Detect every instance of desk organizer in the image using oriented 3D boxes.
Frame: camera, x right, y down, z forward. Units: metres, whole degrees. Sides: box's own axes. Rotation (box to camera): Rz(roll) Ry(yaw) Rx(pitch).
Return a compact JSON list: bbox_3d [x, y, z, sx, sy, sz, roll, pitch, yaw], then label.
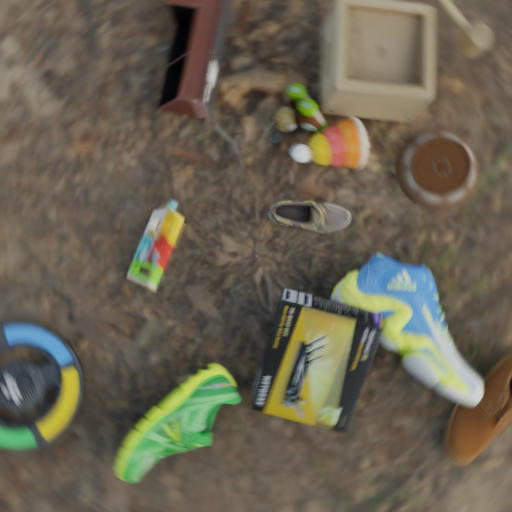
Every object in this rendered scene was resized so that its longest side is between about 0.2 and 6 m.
[{"bbox_3d":[-1.227,-4.204,10.922,1.085,1.011,2.819,10,84,3],"label":"desk organizer"}]

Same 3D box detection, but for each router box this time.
[{"bbox_3d":[1.046,1.905,10.060,1.826,0.607,2.323,14,112,2],"label":"router box"}]

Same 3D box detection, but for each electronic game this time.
[{"bbox_3d":[-4.427,2.442,10.533,2.356,0.490,2.356,0,85,0],"label":"electronic game"}]

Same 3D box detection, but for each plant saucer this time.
[{"bbox_3d":[3.600,-1.731,11.034,1.658,0.303,1.658,0,85,1],"label":"plant saucer"}]

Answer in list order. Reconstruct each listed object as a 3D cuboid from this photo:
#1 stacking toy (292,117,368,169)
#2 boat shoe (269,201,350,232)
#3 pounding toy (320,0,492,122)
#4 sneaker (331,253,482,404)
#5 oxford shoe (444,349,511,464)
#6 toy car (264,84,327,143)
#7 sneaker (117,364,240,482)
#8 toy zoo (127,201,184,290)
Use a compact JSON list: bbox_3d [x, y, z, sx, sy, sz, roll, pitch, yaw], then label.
[{"bbox_3d":[1.341,-2.053,10.628,1.365,0.998,0.998,-11,85,-9],"label":"stacking toy"},{"bbox_3d":[1.049,-0.779,10.827,1.600,0.476,0.575,7,90,0],"label":"boat shoe"},{"bbox_3d":[2.821,-4.011,10.779,2.946,1.348,2.588,4,81,-7],"label":"pounding toy"},{"bbox_3d":[3.071,1.186,10.284,3.265,1.236,1.715,38,85,4],"label":"sneaker"},{"bbox_3d":[4.361,2.783,10.321,0.892,0.891,2.501,36,87,2],"label":"oxford shoe"},{"bbox_3d":[0.677,-2.593,10.824,1.090,0.895,0.860,-34,64,12],"label":"toy car"},{"bbox_3d":[-1.420,3.190,10.205,2.720,1.007,1.137,-44,82,-4],"label":"sneaker"},{"bbox_3d":[-1.872,-0.252,10.552,0.170,1.092,1.664,25,85,-34],"label":"toy zoo"}]
